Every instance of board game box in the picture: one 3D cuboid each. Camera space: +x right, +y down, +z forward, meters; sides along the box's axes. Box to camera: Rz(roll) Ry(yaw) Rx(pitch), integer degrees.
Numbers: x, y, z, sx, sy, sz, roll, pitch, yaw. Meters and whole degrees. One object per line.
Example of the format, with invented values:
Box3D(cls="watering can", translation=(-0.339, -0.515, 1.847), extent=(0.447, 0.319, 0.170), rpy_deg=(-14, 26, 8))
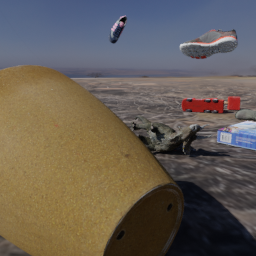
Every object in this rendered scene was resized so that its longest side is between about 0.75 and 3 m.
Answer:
Box3D(cls="board game box", translation=(3.414, 0.203, 6.947), extent=(1.695, 0.370, 1.704), rpy_deg=(-10, 16, -43))

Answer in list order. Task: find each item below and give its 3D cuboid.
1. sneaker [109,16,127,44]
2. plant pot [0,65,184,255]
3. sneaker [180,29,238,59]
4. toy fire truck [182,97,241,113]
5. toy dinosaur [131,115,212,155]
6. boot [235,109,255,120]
Box3D(cls="sneaker", translation=(-0.431, -4.336, 12.228), extent=(0.488, 1.391, 0.570), rpy_deg=(28, -24, -21))
Box3D(cls="plant pot", translation=(-0.553, 0.524, 2.785), extent=(1.894, 1.894, 2.032), rpy_deg=(-12, 28, -42))
Box3D(cls="sneaker", translation=(2.666, -2.824, 9.245), extent=(1.873, 0.767, 0.722), rpy_deg=(1, -29, 28))
Box3D(cls="toy fire truck", translation=(3.620, -1.043, 12.162), extent=(2.331, 0.568, 1.644), rpy_deg=(4, 13, 21))
Box3D(cls="toy dinosaur", translation=(0.745, 0.195, 6.506), extent=(1.150, 0.866, 2.249), rpy_deg=(9, 1, -24))
Box3D(cls="boot", translation=(4.413, -0.405, 9.818), extent=(1.119, 0.379, 0.731), rpy_deg=(-1, 18, 4))
